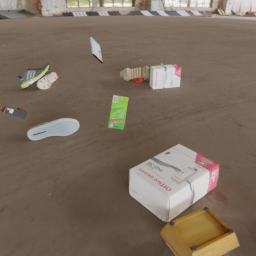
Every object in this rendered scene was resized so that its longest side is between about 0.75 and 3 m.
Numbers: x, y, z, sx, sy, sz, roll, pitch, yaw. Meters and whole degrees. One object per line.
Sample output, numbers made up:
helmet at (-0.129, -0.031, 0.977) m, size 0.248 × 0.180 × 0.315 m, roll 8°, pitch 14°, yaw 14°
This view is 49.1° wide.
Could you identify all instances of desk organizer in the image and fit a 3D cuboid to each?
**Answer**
desk organizer at (-3.967, -0.569, 9.810) m, size 0.320 × 0.298 × 0.830 m, roll 38°, pitch 11°, yaw 40°

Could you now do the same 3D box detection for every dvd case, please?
dvd case at (-1.482, -3.651, 13.078) m, size 0.098 × 0.796 × 1.116 m, roll -23°, pitch 62°, yaw 21°

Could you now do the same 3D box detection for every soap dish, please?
soap dish at (1.672, 2.528, 6.576) m, size 1.470 × 0.597 × 1.156 m, roll -13°, pitch 31°, yaw -24°

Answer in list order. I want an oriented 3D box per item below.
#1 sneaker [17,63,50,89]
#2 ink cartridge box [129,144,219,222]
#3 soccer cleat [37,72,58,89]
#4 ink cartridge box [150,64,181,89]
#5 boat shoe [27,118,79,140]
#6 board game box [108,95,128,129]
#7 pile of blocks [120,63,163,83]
sneaker at (-5.278, -3.034, 15.634) m, size 2.088 × 0.845 × 0.772 m, roll -34°, pitch 16°, yaw 3°
ink cartridge box at (1.331, 1.490, 8.169) m, size 2.182 × 0.903 × 1.598 m, roll -22°, pitch 35°, yaw -35°
soccer cleat at (-4.797, -2.717, 16.393) m, size 0.741 × 0.662 × 1.912 m, roll -14°, pitch 25°, yaw 27°
ink cartridge box at (2.122, -2.954, 16.103) m, size 1.652 × 1.196 × 0.696 m, roll -7°, pitch 30°, yaw -12°
boat shoe at (-3.001, -0.043, 11.247) m, size 2.040 × 0.735 × 0.633 m, roll -11°, pitch 27°, yaw -15°
board game box at (-0.255, -0.410, 7.406) m, size 0.410 × 0.858 × 0.129 m, roll 10°, pitch 1°, yaw 2°
pile of blocks at (0.970, -3.106, 17.015) m, size 2.888 × 1.185 × 0.897 m, roll -5°, pitch 70°, yaw 10°
